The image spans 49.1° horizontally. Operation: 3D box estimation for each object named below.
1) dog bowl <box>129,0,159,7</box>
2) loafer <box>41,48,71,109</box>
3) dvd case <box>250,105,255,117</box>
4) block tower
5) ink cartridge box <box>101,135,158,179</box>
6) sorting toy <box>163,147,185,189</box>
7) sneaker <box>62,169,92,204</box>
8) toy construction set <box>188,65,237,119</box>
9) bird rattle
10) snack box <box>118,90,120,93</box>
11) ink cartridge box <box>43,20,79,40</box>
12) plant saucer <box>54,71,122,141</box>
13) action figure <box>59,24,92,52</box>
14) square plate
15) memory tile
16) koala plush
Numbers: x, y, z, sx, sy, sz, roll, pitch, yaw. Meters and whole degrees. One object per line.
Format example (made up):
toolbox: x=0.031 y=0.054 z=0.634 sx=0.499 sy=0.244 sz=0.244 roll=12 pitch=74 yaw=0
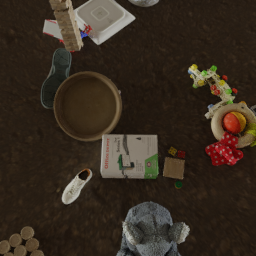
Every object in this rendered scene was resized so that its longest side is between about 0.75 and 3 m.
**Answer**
dog bowl: x=0.839 y=-7.478 z=14.137 sx=2.422 sy=0.710 sz=2.422 roll=0 pitch=92 yaw=-6
loafer: x=-3.122 y=-2.090 z=12.435 sx=1.042 sy=0.912 sz=2.900 roll=15 pitch=71 yaw=-13
dvd case: x=5.857 y=-0.618 z=12.138 sx=0.718 sy=0.118 sz=0.955 roll=-22 pitch=69 yaw=-8
block tower: x=-2.225 y=-3.822 z=10.362 sx=0.568 sy=2.103 sz=0.608 roll=-1 pitch=51 yaw=10
ink cartridge box: x=0.044 y=1.119 z=10.990 sx=2.172 sy=0.916 sz=1.587 roll=0 pitch=68 yaw=0
sorting toy: x=1.820 y=1.571 z=11.155 sx=0.773 sy=0.271 sz=1.603 roll=9 pitch=69 yaw=4
sneaker: x=-2.004 y=2.173 z=10.708 sx=0.569 sy=0.661 sz=1.562 roll=33 pitch=73 yaw=11
toy construction set: x=3.642 y=-1.626 z=11.996 sx=1.626 sy=1.142 sz=2.480 roll=-10 pitch=74 yaw=-30
bird rattle: x=4.297 y=0.177 z=11.233 sx=2.821 sy=1.589 sz=2.300 roll=-24 pitch=72 yaw=3
snack box: x=-1.580 y=-1.331 z=12.330 sx=2.409 sy=0.293 sz=0.866 roll=6 pitch=68 yaw=2
ink cartridge box: x=-3.074 y=-4.563 z=13.010 sx=1.064 sy=1.465 sz=0.611 roll=20 pitch=112 yaw=7
plant saucer: x=-1.634 y=-0.883 z=11.548 sx=2.841 sy=0.419 sz=2.841 roll=0 pitch=94 yaw=7
action figure: x=-2.548 y=-4.282 z=13.144 sx=0.571 sy=0.866 sz=1.751 roll=31 pitch=84 yaw=41
square plate: x=-1.355 y=-5.666 z=14.083 sx=2.520 sy=0.358 sz=2.496 roll=-40 pitch=73 yaw=-15
memory tile: x=-4.036 y=4.556 z=10.002 sx=1.811 sy=0.152 sz=1.388 roll=-29 pitch=71 yaw=-12
koala plush: x=0.740 y=3.472 z=9.113 sx=2.303 sy=2.597 sz=2.387 roll=2 pitch=67 yaw=2
